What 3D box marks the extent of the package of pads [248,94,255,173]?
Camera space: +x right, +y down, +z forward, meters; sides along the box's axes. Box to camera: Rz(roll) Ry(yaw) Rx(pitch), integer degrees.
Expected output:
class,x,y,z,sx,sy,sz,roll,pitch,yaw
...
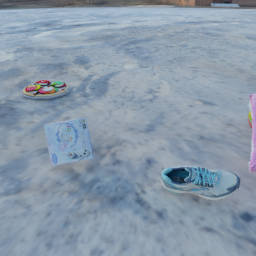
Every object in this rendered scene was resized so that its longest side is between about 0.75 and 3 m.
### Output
class,x,y,z,sx,sy,sz,roll,pitch,yaw
package of pads,3.503,0.078,4.944,2.577,1.553,0.975,-2,-15,29

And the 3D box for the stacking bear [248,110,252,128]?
class,x,y,z,sx,sy,sz,roll,pitch,yaw
stacking bear,3.365,-0.401,6.978,0.739,0.692,1.217,18,-12,27

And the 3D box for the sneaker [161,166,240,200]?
class,x,y,z,sx,sy,sz,roll,pitch,yaw
sneaker,1.237,0.932,4.929,1.383,0.597,0.537,-3,61,19

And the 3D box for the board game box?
class,x,y,z,sx,sy,sz,roll,pitch,yaw
board game box,-1.233,0.284,5.881,0.874,0.879,0.191,-10,3,-5

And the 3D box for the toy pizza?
class,x,y,z,sx,sy,sz,roll,pitch,yaw
toy pizza,-2.941,-1.440,10.027,1.708,0.271,1.708,0,26,0
